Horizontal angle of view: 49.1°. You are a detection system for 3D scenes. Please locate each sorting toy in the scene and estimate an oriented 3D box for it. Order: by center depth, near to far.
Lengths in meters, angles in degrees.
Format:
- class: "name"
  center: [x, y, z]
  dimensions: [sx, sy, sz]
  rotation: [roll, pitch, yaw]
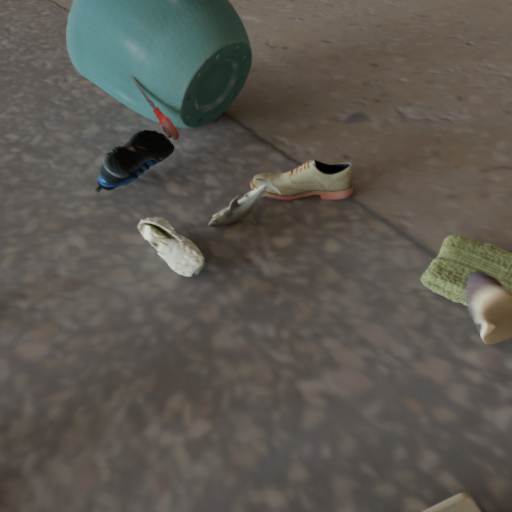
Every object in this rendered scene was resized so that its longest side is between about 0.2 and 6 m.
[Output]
- class: "sorting toy"
  center: [1.946, 3.395, 5.291]
  dimensions: [1.771, 0.349, 1.914]
  rotation: [-16, 44, -17]

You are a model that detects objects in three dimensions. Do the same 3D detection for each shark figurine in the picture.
- class: "shark figurine"
  center: [-0.098, -0.847, 9.872]
  dimensions: [0.584, 1.399, 0.836]
  rotation: [56, 22, 2]

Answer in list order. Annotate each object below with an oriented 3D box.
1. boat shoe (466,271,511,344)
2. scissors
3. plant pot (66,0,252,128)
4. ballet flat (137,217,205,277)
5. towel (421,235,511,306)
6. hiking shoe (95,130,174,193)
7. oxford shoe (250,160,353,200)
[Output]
- class: "boat shoe"
  center: [3.118, 0.689, 7.393]
  dimensions: [0.605, 1.681, 0.545]
  rotation: [-29, 54, 15]
- class: "scissors"
  center: [-1.980, -2.926, 11.014]
  dimensions: [0.102, 1.467, 0.537]
  rotation: [-38, 25, -20]
- class: "plant pot"
  center: [-1.781, -4.406, 12.003]
  dimensions: [2.759, 3.438, 3.438]
  rotation: [43, 54, 14]
- class: "ballet flat"
  center: [-1.461, -0.164, 9.084]
  dimensions: [0.589, 0.589, 1.642]
  rotation: [-25, 39, -25]
- class: "towel"
  center: [3.662, 0.404, 8.648]
  dimensions: [1.945, 0.355, 1.443]
  rotation: [24, 45, 24]
- class: "hiking shoe"
  center: [-2.377, -1.875, 10.872]
  dimensions: [0.705, 0.821, 1.895]
  rotation: [51, 40, 1]
- class: "oxford shoe"
  center: [0.863, -1.508, 10.548]
  dimensions: [1.949, 0.719, 0.690]
  rotation: [-2, 42, -2]
